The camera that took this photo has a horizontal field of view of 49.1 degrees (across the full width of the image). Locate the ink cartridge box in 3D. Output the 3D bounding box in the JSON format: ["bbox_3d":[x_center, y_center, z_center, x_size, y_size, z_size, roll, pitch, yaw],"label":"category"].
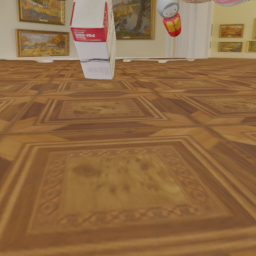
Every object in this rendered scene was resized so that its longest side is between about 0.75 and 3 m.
[{"bbox_3d":[-0.717,-2.096,6.310,0.719,1.273,1.735,1,-25,3],"label":"ink cartridge box"}]

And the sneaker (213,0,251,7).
[{"bbox_3d":[2.948,-3.897,7.215,1.284,0.924,2.456,26,4,-37],"label":"sneaker"}]

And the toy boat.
[{"bbox_3d":[1.148,-2.738,5.422,1.585,1.885,0.876,20,-15,28],"label":"toy boat"}]
